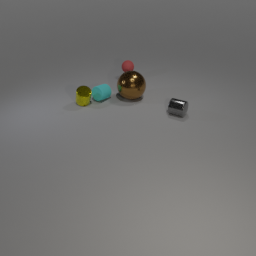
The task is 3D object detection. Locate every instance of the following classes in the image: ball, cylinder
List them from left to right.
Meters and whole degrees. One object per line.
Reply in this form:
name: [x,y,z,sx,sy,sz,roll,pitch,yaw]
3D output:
cylinder: [-2.065,-1.483,12.969,0.700,0.700,0.700,6,58,-11]
cylinder: [-1.274,-1.723,13.509,0.700,0.700,0.700,19,29,29]
ball: [-0.007,-3.398,15.532,0.700,0.700,0.700,0,31,0]
ball: [0.167,-2.049,13.450,1.400,1.400,1.400,0,31,0]
cylinder: [2.180,-0.896,12.200,0.700,0.700,0.700,18,35,26]
